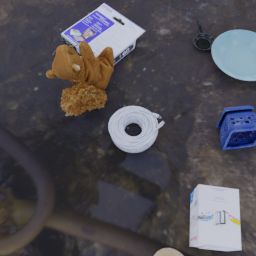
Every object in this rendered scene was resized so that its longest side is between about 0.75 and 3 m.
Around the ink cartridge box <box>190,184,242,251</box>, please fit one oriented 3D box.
[{"bbox_3d":[2.703,2.869,8.845,1.283,1.305,1.773,7,64,3],"label":"ink cartridge box"}]

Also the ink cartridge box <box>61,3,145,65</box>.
[{"bbox_3d":[-1.093,-4.160,12.743,2.728,0.598,2.754,41,72,18],"label":"ink cartridge box"}]

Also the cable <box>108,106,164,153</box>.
[{"bbox_3d":[0.208,0.020,10.651,1.862,0.645,1.862,31,69,15],"label":"cable"}]

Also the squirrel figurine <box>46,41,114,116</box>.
[{"bbox_3d":[-1.732,-1.811,10.288,1.927,2.541,2.723,-3,94,17],"label":"squirrel figurine"}]

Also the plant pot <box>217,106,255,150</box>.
[{"bbox_3d":[4.077,-0.054,10.360,1.315,1.315,1.182,-7,56,-3],"label":"plant pot"}]

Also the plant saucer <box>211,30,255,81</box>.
[{"bbox_3d":[5.016,-3.074,12.245,2.852,0.549,2.852,0,64,0],"label":"plant saucer"}]

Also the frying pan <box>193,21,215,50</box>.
[{"bbox_3d":[3.308,-4.177,12.945,0.998,0.268,1.649,-27,67,-13],"label":"frying pan"}]

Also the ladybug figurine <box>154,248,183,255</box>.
[{"bbox_3d":[1.327,4.671,8.251,1.427,0.756,2.103,-10,64,-5],"label":"ladybug figurine"}]
